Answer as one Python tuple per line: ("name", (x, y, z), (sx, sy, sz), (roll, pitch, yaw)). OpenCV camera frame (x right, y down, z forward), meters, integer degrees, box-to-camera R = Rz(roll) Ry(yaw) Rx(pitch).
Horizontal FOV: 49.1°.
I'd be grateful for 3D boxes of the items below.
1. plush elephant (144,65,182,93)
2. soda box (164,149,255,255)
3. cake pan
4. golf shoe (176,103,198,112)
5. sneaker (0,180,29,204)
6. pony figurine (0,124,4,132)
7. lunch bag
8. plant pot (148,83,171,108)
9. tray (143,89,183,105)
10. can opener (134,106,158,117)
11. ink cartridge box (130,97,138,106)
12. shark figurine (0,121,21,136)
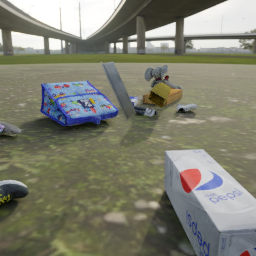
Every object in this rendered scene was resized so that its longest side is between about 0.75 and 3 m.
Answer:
("plush elephant", (2.063, -3.059, 17.370), (1.876, 1.764, 2.278), (14, 22, 40))
("soda box", (1.276, 1.190, 4.535), (0.822, 0.884, 2.590), (-2, 17, -6))
("cake pan", (-0.231, -1.016, 7.541), (0.320, 1.746, 1.746), (-24, 17, 2))
("golf shoe", (2.656, -0.850, 12.576), (0.969, 0.380, 0.471), (-3, 33, 10))
("sneaker", (-2.468, 1.306, 5.124), (1.239, 0.461, 0.524), (-1, 41, -22))
("pony figurine", (-4.561, -0.225, 7.496), (2.737, 2.279, 2.642), (29, 52, 33))
("lunch bag", (-1.924, -0.783, 11.133), (2.153, 1.345, 2.859), (-11, 32, -35))
("plant pot", (1.473, -1.547, 12.537), (0.783, 0.778, 0.801), (32, 64, 10))
("tray", (1.955, -1.766, 15.291), (1.309, 0.492, 2.654), (8, 19, 26))
("can opener", (0.700, -0.699, 12.112), (1.223, 0.322, 0.406), (16, -12, 40))
("ink cartridge box", (0.135, -1.327, 14.127), (0.608, 0.286, 1.293), (4, 17, 10))
("shark figurine", (-4.611, -0.092, 9.043), (2.037, 0.850, 1.217), (-6, 16, -25))
